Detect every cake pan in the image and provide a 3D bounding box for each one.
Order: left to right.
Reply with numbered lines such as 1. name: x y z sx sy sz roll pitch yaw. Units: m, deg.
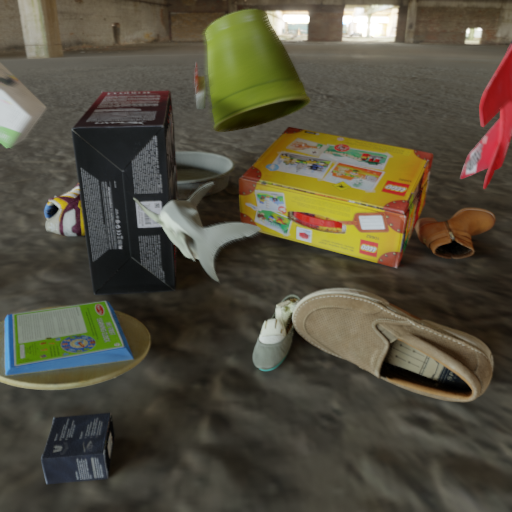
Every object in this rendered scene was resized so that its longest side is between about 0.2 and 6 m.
1. cake pan: -1.971 -2.122 14.590 2.858 0.524 2.858 0 25 0

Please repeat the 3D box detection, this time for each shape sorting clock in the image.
1. shape sorting clock: -2.570 1.194 7.605 2.236 0.439 2.236 1 20 0

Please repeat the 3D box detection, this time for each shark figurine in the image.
1. shark figurine: -0.592 -0.416 5.461 0.738 1.057 1.769 -45 10 -9

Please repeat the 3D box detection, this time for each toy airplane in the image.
1. toy airplane: 3.982 -2.422 8.870 0.595 3.235 3.235 24 33 20

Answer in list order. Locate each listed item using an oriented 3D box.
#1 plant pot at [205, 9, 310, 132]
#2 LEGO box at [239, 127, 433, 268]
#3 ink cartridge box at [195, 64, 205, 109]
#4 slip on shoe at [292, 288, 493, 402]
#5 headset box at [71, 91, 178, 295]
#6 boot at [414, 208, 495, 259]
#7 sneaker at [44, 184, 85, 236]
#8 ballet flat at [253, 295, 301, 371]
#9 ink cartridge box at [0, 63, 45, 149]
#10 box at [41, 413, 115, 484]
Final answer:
1. plant pot: -0.146 -4.063 12.198 2.172 2.092 2.172 -15 3 1
2. LEGO box: 1.613 -1.290 11.138 3.198 1.234 2.381 16 42 21
3. ink cartridge box: -1.228 -3.746 12.307 0.179 0.713 0.822 -1 44 -3
4. slip on shoe: 1.612 1.166 7.149 2.622 0.997 0.794 20 28 21
5. headset box: -2.215 -1.412 10.380 1.462 2.817 3.786 -3 26 -7
6. boot: 4.000 -0.428 10.853 1.653 0.634 1.283 -1 25 -1
7. sneaker: -3.984 -1.116 12.044 1.042 0.867 2.313 -1 24 -16
8. ballet flat: 0.297 1.017 7.912 0.517 0.488 1.533 -3 22 24
9. ink cartridge box: -3.962 -2.413 8.347 0.819 1.398 0.471 -38 13 34
10. box: -1.861 2.025 5.923 0.632 0.371 0.621 -3 25 -5
